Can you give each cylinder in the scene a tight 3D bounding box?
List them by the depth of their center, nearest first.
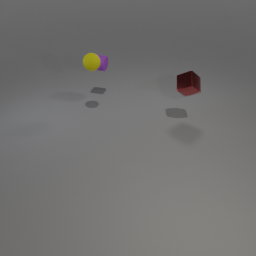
[{"bbox_3d":[-1.364,-3.068,13.148,0.700,0.700,0.700,12,34,11],"label":"cylinder"}]

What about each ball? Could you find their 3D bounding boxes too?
[{"bbox_3d":[-1.449,-2.632,11.171,0.700,0.700,0.700,0,32,0],"label":"ball"}]

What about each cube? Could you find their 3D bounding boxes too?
[{"bbox_3d":[2.411,-1.752,11.133,0.700,0.700,0.700,-13,-25,40],"label":"cube"}]
